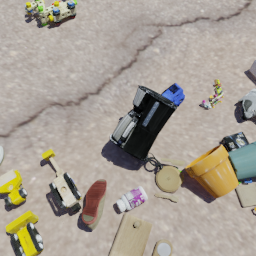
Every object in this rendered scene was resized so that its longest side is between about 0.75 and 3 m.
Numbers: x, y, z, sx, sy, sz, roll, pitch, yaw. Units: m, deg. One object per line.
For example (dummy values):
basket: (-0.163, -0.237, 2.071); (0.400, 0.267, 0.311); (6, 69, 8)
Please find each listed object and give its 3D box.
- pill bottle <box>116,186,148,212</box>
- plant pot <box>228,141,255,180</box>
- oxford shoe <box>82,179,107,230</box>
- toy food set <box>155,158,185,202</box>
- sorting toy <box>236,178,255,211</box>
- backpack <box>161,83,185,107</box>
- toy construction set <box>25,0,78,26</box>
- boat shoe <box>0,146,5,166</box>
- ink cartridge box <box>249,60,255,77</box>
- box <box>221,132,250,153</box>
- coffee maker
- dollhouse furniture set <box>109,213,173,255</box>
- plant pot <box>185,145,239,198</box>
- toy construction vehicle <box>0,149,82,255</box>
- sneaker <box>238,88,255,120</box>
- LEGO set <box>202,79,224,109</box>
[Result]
pill bottle: (0.121, 2.460, 9.602); (1.008, 0.566, 0.566); (-26, 65, -13)
plant pot: (4.258, 1.201, 9.917); (1.319, 1.347, 1.347); (-17, 63, 2)
oxford shoe: (-1.098, 2.573, 9.560); (0.635, 0.674, 1.802); (2, 42, 17)
toy food set: (1.503, 1.853, 10.106); (1.001, 0.291, 1.450); (10, 76, 12)
sorting toy: (4.288, 2.383, 9.866); (0.774, 0.187, 1.374); (-12, 62, -1)
backpack: (1.754, -1.211, 11.409); (1.000, 0.813, 0.839); (-37, 70, -18)
toy construction set: (-3.603, -6.134, 13.850); (2.775, 1.278, 1.819); (-39, 68, -7)
boat shoe: (-4.964, 1.237, 10.299); (0.518, 0.474, 1.387); (5, 62, 2)
ink cartridge box: (6.475, -2.625, 12.185); (1.786, 0.757, 1.301); (-25, 65, -14)
box: (4.120, 0.595, 10.706); (0.826, 0.356, 0.677); (-15, 63, -8)
coffee maker: (0.789, -0.090, 10.000); (2.166, 1.519, 2.255); (27, 106, -17)
dollhouse furniture set: (0.746, 3.656, 7.783); (2.553, 2.684, 2.187); (20, 64, 7)
plant pot: (2.997, 1.564, 9.666); (1.525, 1.525, 1.396); (-32, 82, -16)
toy construction vehicle: (-2.931, 2.468, 9.483); (2.584, 1.045, 2.968); (-36, 66, -6)
sneaker: (5.272, -0.473, 11.090); (1.318, 0.857, 2.283); (-29, 56, -9)
LEGO set: (3.715, -1.482, 11.671); (0.730, 0.590, 1.586); (27, 65, 14)
